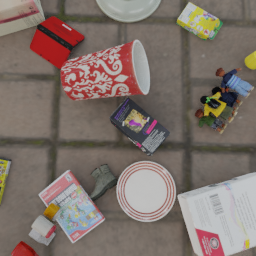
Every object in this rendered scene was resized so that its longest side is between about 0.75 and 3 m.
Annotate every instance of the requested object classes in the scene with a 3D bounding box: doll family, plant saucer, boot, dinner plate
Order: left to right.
[{"bbox_3d":[-1.130,2.053,10.476,1.407,0.476,0.919,-37,72,-6],"label":"boot"},{"bbox_3d":[0.026,-5.784,11.340,2.871,0.720,2.871,0,84,-1],"label":"plant saucer"},{"bbox_3d":[0.667,2.313,10.334,2.184,0.265,2.184,2,71,-5],"label":"dinner plate"},{"bbox_3d":[3.545,-1.122,10.650,1.506,1.023,2.606,35,78,9],"label":"doll family"}]

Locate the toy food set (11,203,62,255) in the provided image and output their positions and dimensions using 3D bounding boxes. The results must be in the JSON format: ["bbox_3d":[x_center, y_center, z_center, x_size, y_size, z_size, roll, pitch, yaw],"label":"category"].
[{"bbox_3d":[-3.022,4.163,9.641,1.287,1.366,2.861,35,85,4],"label":"toy food set"}]

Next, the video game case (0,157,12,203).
[{"bbox_3d":[-5.567,1.869,10.535,1.965,0.251,1.775,11,82,2],"label":"video game case"}]

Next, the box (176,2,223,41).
[{"bbox_3d":[2.912,-4.271,11.356,1.630,0.394,0.956,33,83,7],"label":"box"}]

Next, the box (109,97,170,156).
[{"bbox_3d":[0.403,-0.008,10.301,2.016,1.232,1.069,41,84,5],"label":"box"}]

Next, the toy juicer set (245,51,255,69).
[{"bbox_3d":[6.029,-2.063,10.937,1.802,0.771,2.832,-35,79,-23],"label":"toy juicer set"}]

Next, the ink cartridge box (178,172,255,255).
[{"bbox_3d":[3.522,2.993,9.731,2.981,1.276,2.200,-14,81,-9],"label":"ink cartridge box"}]

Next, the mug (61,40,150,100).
[{"bbox_3d":[-0.712,-1.936,10.285,2.791,2.478,1.862,-7,95,19],"label":"mug"}]

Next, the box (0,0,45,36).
[{"bbox_3d":[-4.900,-4.824,10.856,2.753,1.500,1.760,-18,82,-3],"label":"box"}]

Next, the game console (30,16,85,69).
[{"bbox_3d":[-2.861,-3.474,11.352,1.675,0.994,1.444,34,52,4],"label":"game console"}]

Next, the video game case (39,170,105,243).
[{"bbox_3d":[-2.069,2.851,10.185,1.573,0.192,2.200,-39,83,13],"label":"video game case"}]
